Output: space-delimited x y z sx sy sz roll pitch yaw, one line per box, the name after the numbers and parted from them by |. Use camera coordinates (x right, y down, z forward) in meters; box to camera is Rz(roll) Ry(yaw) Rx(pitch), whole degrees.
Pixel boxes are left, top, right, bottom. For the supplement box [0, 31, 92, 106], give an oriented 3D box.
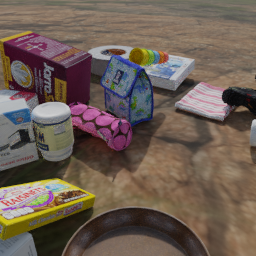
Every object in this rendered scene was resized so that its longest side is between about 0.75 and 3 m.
-2.888 -1.989 9.956 2.926 1.916 1.510 23 38 18 | supplement box

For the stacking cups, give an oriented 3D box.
0.791 -2.408 9.705 0.601 0.601 1.985 19 19 29 | stacking cups

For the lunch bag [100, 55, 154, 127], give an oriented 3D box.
-0.029 -1.260 9.111 1.222 1.918 1.630 -19 37 -30 | lunch bag

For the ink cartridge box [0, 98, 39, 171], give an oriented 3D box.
-2.981 0.185 7.013 1.144 1.576 0.660 -16 37 -25 | ink cartridge box

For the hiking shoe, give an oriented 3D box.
4.364 -0.964 9.519 2.155 0.816 1.085 28 40 19 | hiking shoe

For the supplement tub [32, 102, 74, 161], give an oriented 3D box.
-1.945 0.099 7.381 0.972 1.340 0.972 0 31 0 | supplement tub

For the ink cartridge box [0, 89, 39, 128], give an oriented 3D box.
-4.259 -0.395 8.460 2.542 1.088 1.876 7 31 15 | ink cartridge box

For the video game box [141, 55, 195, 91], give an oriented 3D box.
1.450 -2.606 12.438 2.393 0.560 2.180 18 41 26 | video game box

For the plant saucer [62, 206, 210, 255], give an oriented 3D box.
0.130 2.326 4.546 2.454 0.423 2.454 0 30 0 | plant saucer

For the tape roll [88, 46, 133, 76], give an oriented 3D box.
-0.699 -3.303 13.637 2.495 0.824 2.495 0 31 0 | tape roll

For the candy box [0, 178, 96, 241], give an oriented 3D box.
-1.726 1.380 5.241 1.183 0.306 2.313 15 4 26 | candy box

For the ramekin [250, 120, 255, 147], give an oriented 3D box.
3.674 0.152 7.853 0.401 0.822 0.822 8 31 28 | ramekin

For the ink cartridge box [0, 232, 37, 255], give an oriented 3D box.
-2.626 2.271 4.202 1.459 0.842 2.011 18 35 27 | ink cartridge box

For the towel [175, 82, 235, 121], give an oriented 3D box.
3.018 -1.073 10.327 1.796 0.367 2.455 18 35 29 | towel

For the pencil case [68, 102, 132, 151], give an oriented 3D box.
-0.959 -0.096 8.138 2.177 0.988 1.020 20 39 34 | pencil case
